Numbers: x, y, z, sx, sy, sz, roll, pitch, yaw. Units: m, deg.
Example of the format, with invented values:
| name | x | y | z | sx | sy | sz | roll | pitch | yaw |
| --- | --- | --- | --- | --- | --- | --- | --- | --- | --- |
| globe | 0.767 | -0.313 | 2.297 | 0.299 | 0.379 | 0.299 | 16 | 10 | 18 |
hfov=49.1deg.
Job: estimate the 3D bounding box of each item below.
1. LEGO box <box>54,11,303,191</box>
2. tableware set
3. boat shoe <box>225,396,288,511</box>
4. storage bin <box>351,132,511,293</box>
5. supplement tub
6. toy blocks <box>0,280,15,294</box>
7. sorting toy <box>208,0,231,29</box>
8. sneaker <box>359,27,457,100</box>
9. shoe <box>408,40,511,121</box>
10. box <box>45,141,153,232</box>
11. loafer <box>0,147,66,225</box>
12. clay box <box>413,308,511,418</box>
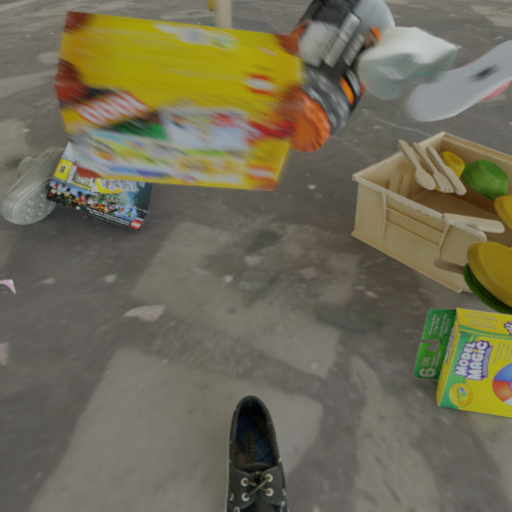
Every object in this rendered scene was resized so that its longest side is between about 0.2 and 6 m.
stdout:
| name | x | y | z | sx | sy | sz | roll | pitch | yaw |
| --- | --- | --- | --- | --- | --- | --- | --- | --- | --- |
| LEGO box | -1.163 | -2.247 | 8.748 | 3.332 | 2.482 | 1.286 | 3 | 67 | -8 |
| tableware set | 4.171 | -0.259 | 9.605 | 3.024 | 0.689 | 4.489 | 4 | 45 | -26 |
| boat shoe | -0.028 | 2.644 | 6.536 | 0.771 | 0.636 | 2.247 | -4 | 36 | -5 |
| storage bin | 3.914 | -0.925 | 10.866 | 2.986 | 1.399 | 2.964 | -27 | 44 | -33 |
| supplement tub | 1.300 | -3.598 | 10.808 | 1.819 | 1.819 | 2.970 | 21 | 70 | 27 |
| toy blocks | -5.300 | -0.333 | 9.299 | 2.090 | 2.321 | 2.483 | -4 | 33 | 4 |
| sorting toy | -0.762 | -4.868 | 11.562 | 0.311 | 2.287 | 1.287 | -1 | 6 | 8 |
| sneaker | 2.285 | -3.208 | 9.131 | 2.451 | 0.862 | 0.982 | -26 | 64 | -43 |
| shoe | 3.966 | -3.158 | 10.705 | 2.371 | 1.078 | 0.847 | -28 | 82 | 3 |
| box | -3.220 | -1.799 | 12.154 | 1.946 | 0.537 | 2.850 | 20 | 32 | -18 |
| loafer | -4.674 | -1.578 | 12.009 | 1.047 | 1.049 | 3.001 | 21 | 28 | -2 |
| clay box | 3.455 | 1.500 | 7.457 | 2.482 | 1.426 | 0.591 | 6 | 36 | 9 |
